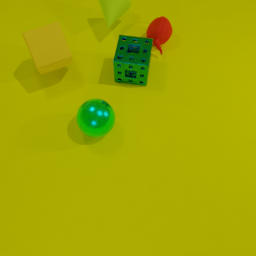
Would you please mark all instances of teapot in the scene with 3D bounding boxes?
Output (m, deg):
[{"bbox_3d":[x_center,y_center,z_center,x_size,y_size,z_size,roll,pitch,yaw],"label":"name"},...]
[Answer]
[{"bbox_3d":[1.005,-2.914,8.653,0.678,0.861,1.385,27,64,-34],"label":"teapot"}]

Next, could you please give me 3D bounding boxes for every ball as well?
[{"bbox_3d":[-0.820,-0.256,7.177,1.002,1.002,1.002,0,64,0],"label":"ball"}]

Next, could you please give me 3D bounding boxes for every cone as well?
[{"bbox_3d":[-0.504,-3.503,8.601,1.058,1.058,1.062,8,69,4],"label":"cone"}]

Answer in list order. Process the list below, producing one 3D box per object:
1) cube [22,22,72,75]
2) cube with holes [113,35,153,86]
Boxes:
[{"bbox_3d":[-2.170,-2.152,7.687,0.982,0.982,0.982,-22,96,-11],"label":"cube"},{"bbox_3d":[0.151,-1.928,8.058,0.960,0.960,0.960,8,64,4],"label":"cube with holes"}]
